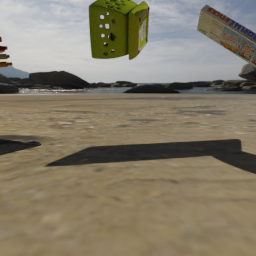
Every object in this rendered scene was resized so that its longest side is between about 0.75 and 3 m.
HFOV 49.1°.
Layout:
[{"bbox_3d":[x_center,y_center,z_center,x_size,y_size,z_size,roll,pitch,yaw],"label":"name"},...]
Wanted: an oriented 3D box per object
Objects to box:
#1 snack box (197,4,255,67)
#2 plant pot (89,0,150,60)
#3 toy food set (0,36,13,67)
[{"bbox_3d":[2.968,-2.402,7.624,2.420,0.294,0.870,40,-11,17],"label":"snack box"},{"bbox_3d":[-0.173,-2.758,7.739,1.328,1.464,1.457,12,39,15],"label":"plant pot"},{"bbox_3d":[-4.115,-2.572,9.187,0.490,1.089,0.520,-6,-13,-11],"label":"toy food set"}]
